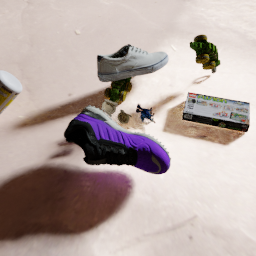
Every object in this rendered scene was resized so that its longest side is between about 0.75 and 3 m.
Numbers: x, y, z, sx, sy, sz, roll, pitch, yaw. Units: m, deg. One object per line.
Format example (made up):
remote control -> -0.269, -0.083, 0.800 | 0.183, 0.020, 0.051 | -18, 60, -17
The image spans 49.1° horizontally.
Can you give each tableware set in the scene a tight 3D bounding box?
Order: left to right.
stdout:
tableware set -> -0.465, -0.237, 8.180 | 0.993, 0.138, 1.189 | 34, 59, -10

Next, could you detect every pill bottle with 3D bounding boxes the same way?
pill bottle -> -3.976, -0.898, 8.376 | 1.580, 0.863, 0.863 | -42, 48, 14

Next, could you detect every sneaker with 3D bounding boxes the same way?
sneaker -> -0.380, 0.561, 6.815 | 2.776, 0.965, 1.380 | 27, 39, 17
sneaker -> 0.226, -2.326, 9.476 | 2.741, 0.970, 1.001 | -21, 35, -24

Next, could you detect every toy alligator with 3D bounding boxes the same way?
toy alligator -> -0.208, -1.569, 9.689 | 0.701, 0.508, 2.116 | 15, 48, 14
toy alligator -> 2.763, -2.395, 9.318 | 0.614, 2.554, 0.846 | -8, 80, 32

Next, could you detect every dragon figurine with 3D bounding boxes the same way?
dragon figurine -> 0.542, -0.384, 8.677 | 0.505, 0.299, 1.015 | -9, 48, -9

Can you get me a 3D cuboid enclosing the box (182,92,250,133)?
box -> 2.759, -0.524, 8.767 | 1.969, 0.342, 1.083 | 12, 47, 12
